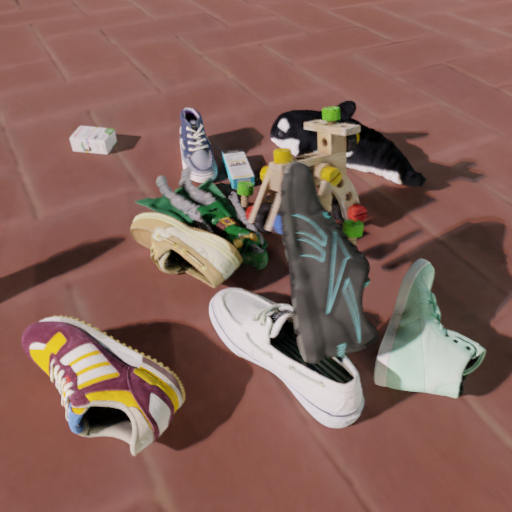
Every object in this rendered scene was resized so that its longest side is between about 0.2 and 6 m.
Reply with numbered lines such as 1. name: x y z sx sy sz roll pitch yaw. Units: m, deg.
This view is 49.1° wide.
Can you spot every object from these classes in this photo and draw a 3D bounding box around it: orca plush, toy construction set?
1. orca plush: 2.182 -2.957 13.762 2.235 1.510 4.247 -28 48 -30
2. toy construction set: 1.146 -1.604 10.979 2.642 2.434 3.167 0 22 -9

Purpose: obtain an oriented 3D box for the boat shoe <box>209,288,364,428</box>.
1. boat shoe: 0.482 1.296 9.186 1.237 1.123 3.363 -32 51 -32

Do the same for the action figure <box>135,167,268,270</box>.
1. action figure: -0.850 -0.744 11.805 1.954 0.905 3.308 -27 51 -31

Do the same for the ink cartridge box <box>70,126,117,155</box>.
1. ink cartridge box: -4.285 -3.051 14.754 0.980 0.412 0.710 7 41 8

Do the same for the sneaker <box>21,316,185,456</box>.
1. sneaker: -2.631 1.910 8.492 2.980 1.117 1.343 17 37 20

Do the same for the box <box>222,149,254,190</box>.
1. box: -0.451 -2.144 13.774 0.545 0.325 1.323 -9 42 -10

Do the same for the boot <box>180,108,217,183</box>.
1. boot: -1.535 -2.794 13.988 0.823 1.022 2.262 -12 42 -14

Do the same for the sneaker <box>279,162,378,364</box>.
1. sneaker: 1.040 0.033 8.625 1.235 1.175 3.116 -9 80 2

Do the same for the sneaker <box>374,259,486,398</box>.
1. sneaker: 3.048 1.223 9.380 1.546 0.965 2.621 12 52 21

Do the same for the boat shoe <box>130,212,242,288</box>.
1. boat shoe: -1.579 -0.112 10.902 2.723 1.008 0.904 17 60 35
